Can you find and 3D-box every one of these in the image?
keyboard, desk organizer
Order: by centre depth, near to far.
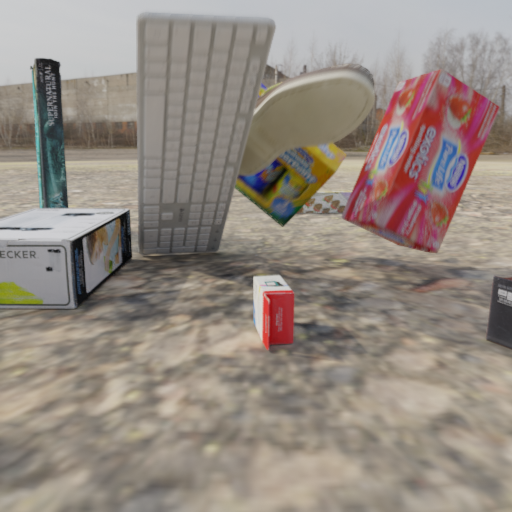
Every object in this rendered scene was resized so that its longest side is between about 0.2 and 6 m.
[{"bbox_3d":[3.082,0.671,4.942,0.723,0.674,1.879,-4,13,-29],"label":"desk organizer"},{"bbox_3d":[-0.904,-1.203,7.576,1.384,0.262,4.916,-8,-26,-16],"label":"keyboard"}]

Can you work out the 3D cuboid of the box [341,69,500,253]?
[{"bbox_3d":[2.382,-1.353,8.237,1.165,2.337,1.116,23,0,-20],"label":"box"}]

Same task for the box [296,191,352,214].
[{"bbox_3d":[2.364,-1.458,15.021,2.921,0.565,0.605,-1,12,-6],"label":"box"}]

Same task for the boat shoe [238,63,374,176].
[{"bbox_3d":[0.477,-1.857,7.325,2.690,0.966,0.800,-19,38,50],"label":"boat shoe"}]

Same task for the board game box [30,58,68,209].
[{"bbox_3d":[-4.118,-2.051,11.149,0.473,3.356,2.270,-4,12,-22],"label":"board game box"}]

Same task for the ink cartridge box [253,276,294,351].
[{"bbox_3d":[0.182,0.563,5.709,0.311,0.537,0.924,-2,12,-8],"label":"ink cartridge box"}]

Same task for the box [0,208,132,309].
[{"bbox_3d":[-2.899,-0.073,7.888,1.668,0.860,2.861,0,12,0],"label":"box"}]

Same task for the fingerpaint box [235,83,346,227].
[{"bbox_3d":[0.242,-1.589,9.027,1.823,1.521,0.669,39,43,-6],"label":"fingerpaint box"}]
